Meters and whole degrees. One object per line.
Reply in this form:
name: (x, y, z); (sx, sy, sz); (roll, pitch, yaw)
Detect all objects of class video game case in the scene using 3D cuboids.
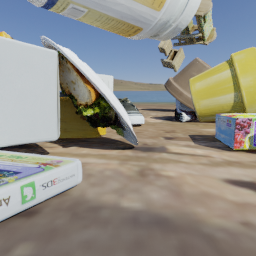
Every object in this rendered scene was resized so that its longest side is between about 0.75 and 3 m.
video game case: (-1.883, 0.448, 2.051); (2.315, 0.255, 2.108); (2, 7, 26)

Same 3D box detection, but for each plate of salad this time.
plate of salad: (-0.661, -0.453, 4.344); (0.521, 2.170, 2.170); (-44, 16, -8)

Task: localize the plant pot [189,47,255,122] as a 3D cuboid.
plant pot: (3.029, -1.110, 8.544); (2.045, 2.173, 2.173); (-13, 2, 20)

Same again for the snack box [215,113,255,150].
snack box: (2.347, 0.031, 4.569); (1.550, 0.524, 1.307); (2, 6, 5)

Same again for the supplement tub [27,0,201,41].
supplement tub: (-0.217, -2.641, 4.697); (2.680, 1.935, 1.935); (8, 1, -34)

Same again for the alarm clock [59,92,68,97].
alarm clock: (-2.253, -0.760, 9.568); (2.019, 0.996, 2.993); (-5, 10, -37)

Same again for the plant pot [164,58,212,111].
plant pot: (3.544, -2.448, 14.898); (2.507, 2.186, 2.507); (30, 22, -14)

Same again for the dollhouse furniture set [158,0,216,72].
dollhouse furniture set: (1.787, -3.218, 8.849); (1.277, 2.031, 2.297); (21, -15, 31)

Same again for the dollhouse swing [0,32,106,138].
dollhouse swing: (-1.609, -0.938, 6.346); (2.142, 2.072, 2.357); (-1, 6, -7)

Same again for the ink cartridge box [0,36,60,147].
ink cartridge box: (-2.537, -0.393, 3.288); (2.775, 1.149, 2.022); (2, 5, 28)

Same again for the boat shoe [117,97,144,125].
boat shoe: (-0.238, -0.540, 8.496); (0.942, 0.777, 2.746); (-2, 7, -16)

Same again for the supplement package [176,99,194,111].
supplement package: (3.163, -1.754, 15.316); (0.990, 1.632, 0.977); (-5, 6, -2)

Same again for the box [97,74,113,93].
box: (-1.532, -1.310, 11.398); (1.094, 1.674, 1.665); (-3, 7, -43)

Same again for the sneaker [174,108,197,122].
sneaker: (1.914, -0.398, 9.141); (0.636, 0.416, 1.101); (0, 16, -5)
